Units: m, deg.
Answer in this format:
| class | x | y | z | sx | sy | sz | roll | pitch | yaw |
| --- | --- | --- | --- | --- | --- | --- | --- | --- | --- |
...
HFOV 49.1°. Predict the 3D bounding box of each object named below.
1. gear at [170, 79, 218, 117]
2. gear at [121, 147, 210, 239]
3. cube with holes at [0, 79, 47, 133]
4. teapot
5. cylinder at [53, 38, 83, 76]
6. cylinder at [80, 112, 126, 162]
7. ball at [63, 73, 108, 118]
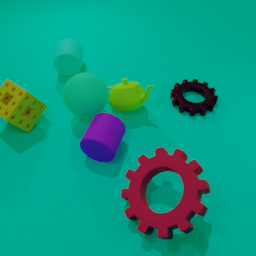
| class | x | y | z | sx | sy | sz | roll | pitch | yaw |
| --- | --- | --- | --- | --- | --- | --- | --- | --- | --- |
| gear | 2.089 | -0.990 | 8.903 | 1.437 | 0.266 | 1.437 | 0 | 51 | 0 |
| gear | 0.789 | 1.397 | 6.196 | 1.933 | 0.357 | 1.933 | -13 | 60 | 24 |
| cube with holes | -3.113 | -0.618 | 7.918 | 0.938 | 0.938 | 0.938 | 29 | 81 | 27 |
| teapot | 0.010 | -1.031 | 8.319 | 1.797 | 0.880 | 1.117 | 7 | 27 | 34 |
| cylinder | -2.043 | -2.436 | 9.652 | 0.924 | 0.924 | 0.924 | -2 | 51 | -1 |
| cylinder | -0.654 | 0.248 | 7.431 | 0.962 | 0.962 | 0.962 | 14 | 52 | 12 |
| ball | -1.201 | -0.928 | 7.983 | 1.281 | 1.281 | 1.281 | 0 | 51 | 0 |
